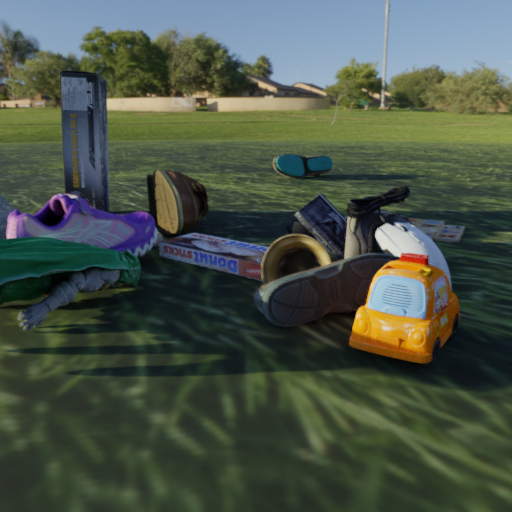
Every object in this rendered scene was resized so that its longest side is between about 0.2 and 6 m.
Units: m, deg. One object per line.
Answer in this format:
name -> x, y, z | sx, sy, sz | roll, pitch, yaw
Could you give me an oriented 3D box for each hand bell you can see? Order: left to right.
hand bell -> 0.713, 0.166, 7.582 | 0.882, 0.882, 1.695 | 4, 2, 16

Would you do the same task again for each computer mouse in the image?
computer mouse -> 1.679, -0.413, 10.203 | 2.305, 0.392, 0.676 | 2, 8, -4
computer mouse -> 1.984, -0.216, 7.357 | 1.034, 0.414, 1.886 | -11, 52, -22

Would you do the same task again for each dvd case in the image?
dvd case -> 1.232, -0.503, 9.381 | 1.061, 0.114, 1.427 | 46, 29, 1

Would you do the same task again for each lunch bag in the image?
lunch bag -> -4.852, -0.469, 8.729 | 2.063, 1.213, 1.692 | 13, 18, 23

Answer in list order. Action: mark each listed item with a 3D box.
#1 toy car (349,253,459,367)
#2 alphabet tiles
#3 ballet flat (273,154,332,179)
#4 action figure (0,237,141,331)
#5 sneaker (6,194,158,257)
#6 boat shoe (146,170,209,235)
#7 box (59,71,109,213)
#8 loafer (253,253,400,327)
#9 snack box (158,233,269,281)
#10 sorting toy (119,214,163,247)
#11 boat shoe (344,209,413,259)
toy car -> 2.110, 0.616, 4.940 | 1.412, 0.958, 2.879 | -12, 18, -38
alphabet tiles -> 2.710, -0.559, 11.233 | 2.699, 0.085, 2.246 | 7, 16, 24
ballet flat -> 1.554, -3.164, 20.258 | 2.660, 0.905, 0.894 | -3, -7, -33
action figure -> -2.759, 0.249, 6.418 | 2.033, 0.941, 3.442 | 12, 11, 42
sneaker -> -2.542, -0.408, 8.282 | 1.027, 1.129, 2.554 | 12, 22, 39
boat shoe -> -1.529, -1.195, 11.463 | 1.136, 1.211, 3.363 | -6, 13, -15
box -> -3.562, -2.248, 11.843 | 0.734, 3.038, 2.406 | 0, 15, -12
loafer -> 0.950, 0.339, 6.583 | 2.044, 0.734, 0.643 | -8, 10, -20
snack box -> -0.426, -0.008, 8.681 | 2.350, 0.286, 0.845 | 12, 18, 38
sorting toy -> -2.725, -0.369, 10.171 | 1.634, 0.322, 1.765 | -7, 21, -26
boat shoe -> 1.936, -0.285, 8.466 | 0.951, 0.966, 2.594 | 5, 17, 19
